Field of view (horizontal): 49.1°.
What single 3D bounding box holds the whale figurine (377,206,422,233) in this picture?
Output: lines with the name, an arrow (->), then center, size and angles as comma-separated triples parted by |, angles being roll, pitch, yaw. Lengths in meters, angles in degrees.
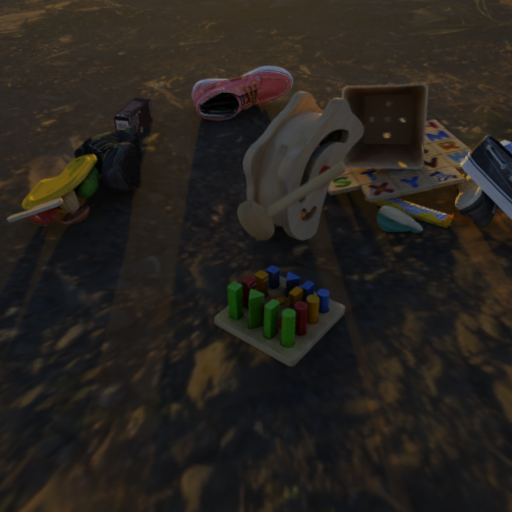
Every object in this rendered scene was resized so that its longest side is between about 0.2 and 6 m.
whale figurine -> 2.693, -0.607, 10.606 | 0.864, 0.448, 0.687 | 25, 17, -4

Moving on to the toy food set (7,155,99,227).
toy food set -> -3.767, -1.112, 11.068 | 1.428, 0.793, 2.427 | -18, 30, 17

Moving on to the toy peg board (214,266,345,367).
toy peg board -> 0.377, 0.687, 8.500 | 1.482, 0.725, 1.476 | 25, 43, 30

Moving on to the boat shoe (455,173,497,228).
boat shoe -> 4.571, -1.311, 11.411 | 0.657, 0.771, 2.305 | 50, 41, -9

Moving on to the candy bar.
candy bar -> 3.061, -0.949, 11.202 | 1.800, 0.199, 0.449 | 23, 42, 29

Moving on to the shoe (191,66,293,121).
shoe -> -0.311, -4.359, 15.268 | 2.854, 1.019, 1.298 | -10, 38, -4

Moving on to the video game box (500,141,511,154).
video game box -> 5.769, -1.985, 12.478 | 1.473, 0.378, 1.617 | -26, 43, -27

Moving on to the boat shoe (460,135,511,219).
boat shoe -> 5.021, -1.197, 10.347 | 0.939, 0.888, 2.618 | -11, 55, -43

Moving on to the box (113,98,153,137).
box -> -3.120, -3.497, 14.319 | 0.487, 0.651, 1.299 | 8, 38, 11

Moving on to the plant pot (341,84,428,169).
plant pot -> 2.719, -2.795, 11.831 | 1.650, 1.648, 1.461 | 3, 20, 15

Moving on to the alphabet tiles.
alphabet tiles -> 2.917, -2.274, 12.489 | 3.200, 0.122, 3.846 | -12, 32, 0

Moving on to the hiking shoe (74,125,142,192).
hiking shoe -> -3.240, -2.010, 12.156 | 1.363, 1.025, 2.708 | -11, 28, -1

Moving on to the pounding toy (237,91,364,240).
pounding toy -> 1.028, -1.279, 9.915 | 1.898, 1.892, 3.308 | 23, 65, 34
